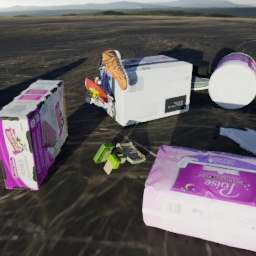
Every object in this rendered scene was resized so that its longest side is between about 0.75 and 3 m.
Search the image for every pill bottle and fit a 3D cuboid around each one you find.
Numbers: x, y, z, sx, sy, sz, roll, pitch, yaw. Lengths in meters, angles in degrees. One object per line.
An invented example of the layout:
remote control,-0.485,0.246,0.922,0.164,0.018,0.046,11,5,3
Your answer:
pill bottle,4.216,-2.017,11.054,1.669,1.669,2.995,10,29,20

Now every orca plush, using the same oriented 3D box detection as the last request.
orca plush,3.186,0.416,7.653,1.664,0.591,0.875,8,71,24

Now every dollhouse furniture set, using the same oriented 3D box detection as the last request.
dollhouse furniture set,-0.190,0.775,7.022,1.060,0.532,0.694,-2,42,-46

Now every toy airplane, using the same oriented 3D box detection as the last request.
toy airplane,-0.927,-0.963,8.431,0.721,1.017,1.022,-33,-11,1

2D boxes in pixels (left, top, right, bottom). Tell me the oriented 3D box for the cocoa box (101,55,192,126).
cocoa box,0.583,-1.391,9.648,2.656,1.771,1.743,-13,29,-25

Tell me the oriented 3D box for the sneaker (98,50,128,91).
sneaker,-0.440,-1.507,7.468,0.648,1.157,0.449,-15,-10,-33

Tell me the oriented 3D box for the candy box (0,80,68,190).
candy box,-2.191,0.018,6.826,0.784,1.752,2.569,2,27,2

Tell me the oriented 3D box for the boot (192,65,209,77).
boot,3.216,-2.777,13.824,1.434,0.647,1.750,11,26,18

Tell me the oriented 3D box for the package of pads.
package of pads,1.760,1.233,5.137,2.782,1.053,1.676,8,27,15

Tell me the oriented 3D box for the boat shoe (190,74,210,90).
boat shoe,2.488,-2.249,12.536,2.499,0.772,0.910,11,28,21
